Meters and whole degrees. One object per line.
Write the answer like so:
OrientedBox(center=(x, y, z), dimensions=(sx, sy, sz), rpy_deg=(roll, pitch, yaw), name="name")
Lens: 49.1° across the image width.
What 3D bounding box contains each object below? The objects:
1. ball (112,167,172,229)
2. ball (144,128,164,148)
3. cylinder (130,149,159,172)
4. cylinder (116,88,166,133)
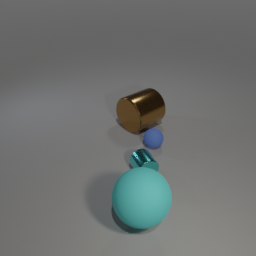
OrientedBox(center=(0.319, 1.629, 6.594), dimensions=(1.400, 1.400, 1.400), rpy_deg=(0, 32, 0), name="ball")
OrientedBox(center=(0.900, 0.361, 9.866), dimensions=(0.700, 0.700, 0.700), rpy_deg=(0, 32, 0), name="ball")
OrientedBox(center=(0.495, 1.105, 8.640), dimensions=(0.700, 0.700, 0.700), rpy_deg=(-12, 34, -19), name="cylinder")
OrientedBox(center=(0.497, -0.704, 10.894), dimensions=(1.400, 1.400, 1.400), rpy_deg=(-25, 39, -34), name="cylinder")
